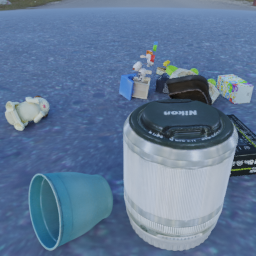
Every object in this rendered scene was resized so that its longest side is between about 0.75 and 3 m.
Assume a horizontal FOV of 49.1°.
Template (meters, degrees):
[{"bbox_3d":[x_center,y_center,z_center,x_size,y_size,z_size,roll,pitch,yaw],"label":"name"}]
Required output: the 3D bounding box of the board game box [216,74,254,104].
[{"bbox_3d":[4.792,-1.793,12.725,0.812,0.827,1.576,-7,30,-13],"label":"board game box"}]

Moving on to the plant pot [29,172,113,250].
[{"bbox_3d":[-1.181,1.636,6.106,1.434,1.526,1.526,-5,26,-41],"label":"plant pot"}]

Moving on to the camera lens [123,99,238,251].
[{"bbox_3d":[0.999,0.890,5.970,2.188,2.735,2.188,0,29,0],"label":"camera lens"}]

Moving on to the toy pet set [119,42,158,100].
[{"bbox_3d":[0.422,-2.603,12.655,1.330,2.338,2.504,12,30,3],"label":"toy pet set"}]

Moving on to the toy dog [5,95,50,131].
[{"bbox_3d":[-3.681,-0.607,10.600,1.577,1.100,1.529,-30,5,-39],"label":"toy dog"}]

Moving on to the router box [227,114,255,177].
[{"bbox_3d":[2.916,0.483,8.704,1.867,0.774,2.491,-4,29,-7],"label":"router box"}]

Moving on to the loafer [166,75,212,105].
[{"bbox_3d":[1.662,-0.597,6.999,0.898,0.877,2.459,-7,-16,29],"label":"loafer"}]

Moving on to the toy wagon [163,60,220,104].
[{"bbox_3d":[2.725,-2.069,12.503,2.807,0.555,2.178,35,38,13],"label":"toy wagon"}]

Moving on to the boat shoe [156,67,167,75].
[{"bbox_3d":[2.215,-3.186,15.619,1.269,0.421,0.470,4,30,8],"label":"boat shoe"}]

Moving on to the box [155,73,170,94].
[{"bbox_3d":[2.048,-2.118,13.451,1.150,0.675,1.131,13,32,22],"label":"box"}]
